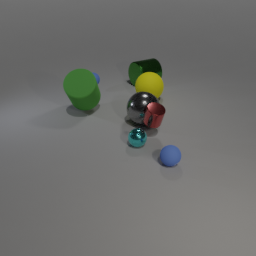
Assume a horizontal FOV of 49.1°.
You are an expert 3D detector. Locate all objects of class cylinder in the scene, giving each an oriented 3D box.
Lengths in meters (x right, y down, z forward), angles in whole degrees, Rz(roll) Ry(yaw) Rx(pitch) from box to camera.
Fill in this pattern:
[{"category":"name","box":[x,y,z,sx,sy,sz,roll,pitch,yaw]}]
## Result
[{"category":"cylinder","box":[0.961,-3.108,15.711,1.400,1.400,1.400,-18,34,-30]},{"category":"cylinder","box":[0.981,-0.473,10.439,0.700,0.700,0.700,6,47,-7]},{"category":"cylinder","box":[-1.980,-1.655,12.262,1.400,1.400,1.400,-1,72,3]}]

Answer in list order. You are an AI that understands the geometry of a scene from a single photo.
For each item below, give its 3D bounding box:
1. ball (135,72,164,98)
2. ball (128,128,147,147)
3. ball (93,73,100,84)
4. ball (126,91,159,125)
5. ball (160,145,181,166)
[{"category":"ball","box":[1.050,-2.032,13.758,1.400,1.400,1.400,0,29,0]},{"category":"ball","box":[0.347,0.348,10.249,0.700,0.700,0.700,0,29,0]},{"category":"ball","box":[-1.805,-2.516,14.505,0.700,0.700,0.700,0,29,0]},{"category":"ball","box":[0.634,-0.820,11.622,1.400,1.400,1.400,0,29,0]},{"category":"ball","box":[1.402,0.908,9.238,0.700,0.700,0.700,0,29,0]}]
